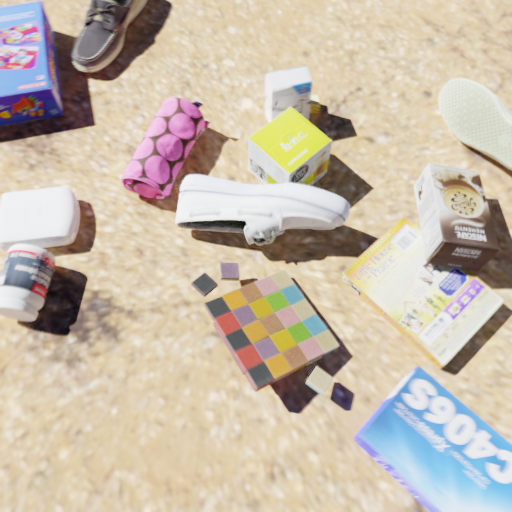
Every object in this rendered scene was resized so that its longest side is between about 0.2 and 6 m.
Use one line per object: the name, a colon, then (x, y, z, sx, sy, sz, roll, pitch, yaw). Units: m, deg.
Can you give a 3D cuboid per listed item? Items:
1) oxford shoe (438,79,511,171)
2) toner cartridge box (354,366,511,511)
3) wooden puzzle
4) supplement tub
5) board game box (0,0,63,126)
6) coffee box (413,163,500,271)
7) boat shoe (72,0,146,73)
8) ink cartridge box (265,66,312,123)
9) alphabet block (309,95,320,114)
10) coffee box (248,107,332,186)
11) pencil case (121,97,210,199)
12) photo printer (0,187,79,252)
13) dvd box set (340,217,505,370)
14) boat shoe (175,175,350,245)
oxford shoe: (4.596, -2.404, 10.731, 0.791, 1.030, 2.740, -5, 47, -48)
toner cartridge box: (3.073, 3.194, 8.149, 3.047, 0.658, 1.447, 40, 73, 16)
wooden puzzle: (0.223, 1.127, 9.027, 1.625, 0.192, 2.740, -21, 62, -28)
supplement tub: (-3.870, 0.450, 9.347, 0.790, 0.790, 1.125, 6, 66, 3)
board game box: (-5.908, -3.693, 11.254, 3.613, 0.809, 2.429, -12, 66, -5)
coffee box: (3.419, -0.682, 9.686, 0.993, 0.701, 1.758, 7, 55, -8)
boat shoe: (-3.165, -5.106, 11.870, 0.985, 0.887, 2.738, 20, 67, 9)
ink cartridge box: (0.613, -3.020, 10.773, 0.807, 1.105, 0.466, -15, 63, -5)
alphabet block: (1.136, -3.047, 11.268, 0.256, 0.257, 0.262, -3, 65, 0)
coffee box: (0.599, -1.827, 10.255, 1.070, 1.060, 1.072, -40, 71, -16)
pencil case: (-1.676, -1.982, 10.472, 0.959, 0.929, 2.047, 32, 68, -19)
photo printer: (-3.864, -0.667, 10.046, 1.344, 0.467, 1.118, -6, 65, -2)
dvd box set: (2.802, 0.577, 9.550, 1.636, 0.329, 2.236, -41, 72, -17)
boat shoe: (0.063, -0.653, 9.823, 3.057, 1.125, 1.021, 8, 73, 17)
